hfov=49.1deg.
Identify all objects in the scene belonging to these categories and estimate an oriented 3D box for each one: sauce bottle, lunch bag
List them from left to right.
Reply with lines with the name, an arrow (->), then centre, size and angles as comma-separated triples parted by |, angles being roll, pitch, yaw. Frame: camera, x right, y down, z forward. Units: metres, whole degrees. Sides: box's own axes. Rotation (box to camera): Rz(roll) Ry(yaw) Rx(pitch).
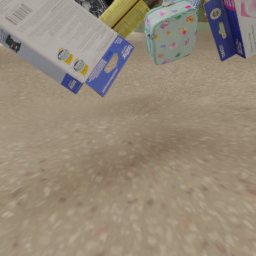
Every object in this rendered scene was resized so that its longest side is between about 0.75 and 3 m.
sauce bottle -> 0.233, -3.067, 6.883 | 2.645, 0.856, 0.856 | -41, 22, 13
lunch bag -> 0.956, -2.184, 6.476 | 1.186, 1.479, 0.570 | -19, 60, -2

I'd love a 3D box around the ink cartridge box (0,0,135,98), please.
ink cartridge box -> -1.457, -1.962, 5.887 | 2.987, 0.627, 1.783 | 33, 55, -10

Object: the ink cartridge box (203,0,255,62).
ink cartridge box -> 2.811, -2.451, 6.232 | 1.851, 1.817, 0.401 | -29, 47, 12

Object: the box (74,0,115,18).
box -> -0.705, -3.860, 9.143 | 1.006, 1.932, 1.759 | -37, 8, -24

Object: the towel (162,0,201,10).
towel -> 1.743, -4.160, 8.587 | 0.224, 1.880, 1.381 | 1, 24, -47
